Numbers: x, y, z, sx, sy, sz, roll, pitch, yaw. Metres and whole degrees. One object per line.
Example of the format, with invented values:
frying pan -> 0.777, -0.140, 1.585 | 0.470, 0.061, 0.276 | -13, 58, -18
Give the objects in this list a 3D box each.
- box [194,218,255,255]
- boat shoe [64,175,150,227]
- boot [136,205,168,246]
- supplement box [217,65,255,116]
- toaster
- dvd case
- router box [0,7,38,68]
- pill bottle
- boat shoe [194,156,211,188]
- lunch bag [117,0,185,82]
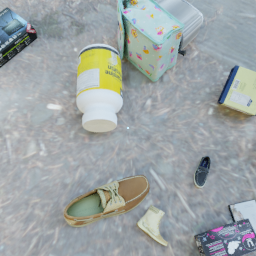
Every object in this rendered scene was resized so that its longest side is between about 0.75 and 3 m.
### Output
box -> 2.865, 3.347, 8.197 | 1.546, 1.022, 0.887 | -17, 67, -1
boat shoe -> -0.637, 2.257, 8.689 | 2.850, 1.052, 1.078 | -24, 69, -10
boot -> 0.935, 3.024, 8.724 | 1.108, 0.403, 0.861 | 34, 72, 18
supplement box -> 4.174, -1.298, 9.995 | 1.407, 0.946, 1.409 | 23, 98, 9
toaster -> 1.818, -4.163, 11.255 | 2.579, 1.466, 1.666 | 41, 70, 17
dvd case -> 3.821, 2.985, 8.894 | 0.896, 0.110, 1.256 | -11, 67, -5
router box -> -5.115, -3.719, 11.472 | 1.657, 0.687, 2.212 | 38, 72, 15
pill bottle -> -1.008, -1.387, 9.968 | 1.613, 1.613, 2.880 | -2, 68, -1
boat shoe -> 2.521, 1.444, 9.429 | 0.426, 0.356, 1.142 | 20, 69, 7
lunch bag -> 0.526, -3.456, 10.466 | 1.656, 2.314, 2.716 | -43, 73, -16
